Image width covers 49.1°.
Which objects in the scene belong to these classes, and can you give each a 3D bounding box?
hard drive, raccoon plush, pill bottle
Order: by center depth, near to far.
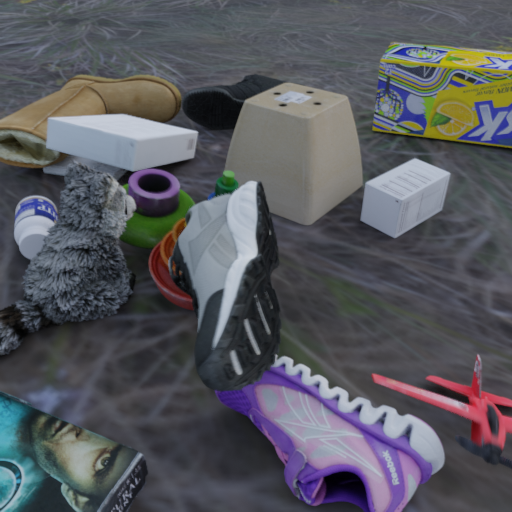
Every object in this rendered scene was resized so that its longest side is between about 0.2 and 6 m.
[{"bbox_3d":[-2.440,0.016,6.910,1.274,1.764,2.633,14,37,20],"label":"raccoon plush"},{"bbox_3d":[-3.337,-0.409,8.519,0.630,0.630,1.052,-11,37,-15],"label":"pill bottle"},{"bbox_3d":[-3.211,-1.786,10.856,1.467,0.193,0.967,9,36,13],"label":"hard drive"}]

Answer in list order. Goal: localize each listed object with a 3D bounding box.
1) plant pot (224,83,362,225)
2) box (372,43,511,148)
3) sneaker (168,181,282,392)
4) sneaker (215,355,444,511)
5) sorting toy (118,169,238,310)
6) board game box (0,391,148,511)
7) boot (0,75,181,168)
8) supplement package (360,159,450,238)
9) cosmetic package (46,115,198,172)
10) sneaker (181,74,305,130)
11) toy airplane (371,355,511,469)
[{"bbox_3d":[0.678,-1.922,9.750,1.925,1.704,1.922,24,42,30],"label":"plant pot"},{"bbox_3d":[4.965,-3.312,11.744,4.714,1.651,1.516,11,37,16],"label":"box"},{"bbox_3d":[-0.369,0.276,5.779,1.128,1.051,2.845,-12,33,9],"label":"sneaker"},{"bbox_3d":[0.490,1.737,5.307,2.339,0.941,1.034,19,54,28],"label":"sneaker"},{"bbox_3d":[-0.989,-0.566,7.877,1.715,1.172,2.854,-19,50,-32],"label":"sorting toy"},{"bbox_3d":[-2.759,2.597,4.364,2.328,0.485,3.442,14,38,19],"label":"board game box"},{"bbox_3d":[-3.322,-2.700,11.343,2.853,1.077,3.257,4,33,11],"label":"boot"},{"bbox_3d":[2.443,-0.968,9.199,1.326,0.754,0.726,-27,44,-33],"label":"supplement package"},{"bbox_3d":[-2.370,-2.136,10.291,1.746,0.598,2.316,18,20,15],"label":"cosmetic package"},{"bbox_3d":[-0.220,-3.610,12.918,3.014,0.905,1.572,-1,35,-10],"label":"sneaker"},{"bbox_3d":[2.165,1.483,5.465,2.202,0.405,2.202,11,13,-3],"label":"toy airplane"}]
